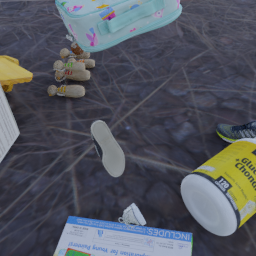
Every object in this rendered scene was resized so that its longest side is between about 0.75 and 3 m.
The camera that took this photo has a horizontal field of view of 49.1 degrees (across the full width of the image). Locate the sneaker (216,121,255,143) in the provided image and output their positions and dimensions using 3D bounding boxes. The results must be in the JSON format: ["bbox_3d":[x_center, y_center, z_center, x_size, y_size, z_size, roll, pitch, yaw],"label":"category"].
[{"bbox_3d":[3.324,0.064,7.871,1.639,0.664,0.606,9,46,8],"label":"sneaker"}]

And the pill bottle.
[{"bbox_3d":[2.542,1.108,6.296,2.552,1.429,1.429,-29,52,-25],"label":"pill bottle"}]

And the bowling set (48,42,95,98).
[{"bbox_3d":[-1.996,-2.283,9.602,1.259,1.632,2.345,3,42,5],"label":"bowling set"}]

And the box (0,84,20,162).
[{"bbox_3d":[-4.605,-0.146,6.645,2.671,2.684,2.300,11,49,8],"label":"box"}]

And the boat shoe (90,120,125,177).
[{"bbox_3d":[-0.419,0.394,5.633,0.455,1.253,0.393,-27,19,-13],"label":"boat shoe"}]

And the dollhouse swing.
[{"bbox_3d":[-4.137,-1.225,8.365,1.760,1.819,2.002,42,34,17],"label":"dollhouse swing"}]

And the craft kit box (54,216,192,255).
[{"bbox_3d":[-0.250,2.953,4.855,2.586,0.627,2.554,3,42,15],"label":"craft kit box"}]

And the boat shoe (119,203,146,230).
[{"bbox_3d":[0.033,1.388,4.348,0.348,0.817,0.302,-31,91,-8],"label":"boat shoe"}]

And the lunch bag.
[{"bbox_3d":[-0.244,-2.706,6.288,2.611,1.006,2.094,-27,46,-8],"label":"lunch bag"}]
